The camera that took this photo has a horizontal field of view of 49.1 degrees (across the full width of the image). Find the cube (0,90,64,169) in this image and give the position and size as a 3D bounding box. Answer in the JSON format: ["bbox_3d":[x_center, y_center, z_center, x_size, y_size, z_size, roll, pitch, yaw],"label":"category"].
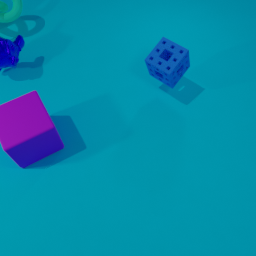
[{"bbox_3d":[-2.679,0.059,7.545,1.311,1.311,1.311,-27,65,-14],"label":"cube"}]

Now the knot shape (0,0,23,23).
[{"bbox_3d":[-4.599,-4.222,9.761,1.897,0.937,2.027,-15,47,4],"label":"knot shape"}]

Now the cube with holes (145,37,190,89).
[{"bbox_3d":[1.146,-1.854,8.017,0.871,0.871,0.871,36,84,22],"label":"cube with holes"}]

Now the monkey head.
[{"bbox_3d":[-3.881,-2.481,8.766,1.016,1.686,1.213,11,52,5],"label":"monkey head"}]
